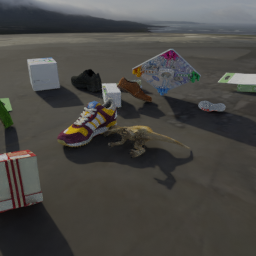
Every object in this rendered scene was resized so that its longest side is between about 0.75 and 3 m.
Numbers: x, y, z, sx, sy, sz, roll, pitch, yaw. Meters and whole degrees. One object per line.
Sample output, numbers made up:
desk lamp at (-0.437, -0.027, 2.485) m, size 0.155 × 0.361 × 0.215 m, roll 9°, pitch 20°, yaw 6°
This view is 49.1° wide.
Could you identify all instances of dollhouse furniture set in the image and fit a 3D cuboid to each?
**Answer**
dollhouse furniture set at (-4.824, -0.046, 7.933) m, size 2.709 × 1.046 × 1.354 m, roll -29°, pitch 39°, yaw -16°

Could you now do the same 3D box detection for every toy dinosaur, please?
toy dinosaur at (0.298, 0.185, 7.032) m, size 2.401 × 0.699 × 1.214 m, roll 11°, pitch 24°, yaw 24°

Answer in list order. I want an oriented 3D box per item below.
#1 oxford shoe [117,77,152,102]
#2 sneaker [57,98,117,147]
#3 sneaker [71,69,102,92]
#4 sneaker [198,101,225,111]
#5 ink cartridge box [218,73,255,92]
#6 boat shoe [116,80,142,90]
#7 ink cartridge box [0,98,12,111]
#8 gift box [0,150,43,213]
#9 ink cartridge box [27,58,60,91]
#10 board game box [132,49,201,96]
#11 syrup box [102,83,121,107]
oxford shoe at (0.330, -1.422, 10.523) m, size 1.466 × 0.522 × 0.523 m, roll 28°, pitch 14°, yaw -12°
sneaker at (-1.101, -0.218, 7.634) m, size 0.788 × 0.948 × 2.103 m, roll 15°, pitch 27°, yaw 31°
sneaker at (-1.835, -2.206, 12.475) m, size 1.974 × 0.896 × 0.749 m, roll 17°, pitch 30°, yaw 37°
sneaker at (2.927, -0.712, 9.770) m, size 0.918 × 0.354 × 0.376 m, roll 13°, pitch 0°, yaw 25°
ink cartridge box at (5.049, -2.044, 12.443) m, size 1.713 × 0.411 × 1.246 m, roll 9°, pitch 34°, yaw 36°
boat shoe at (-0.031, -1.948, 12.467) m, size 1.315 × 0.408 × 0.473 m, roll -2°, pitch 23°, yaw -5°
ink cartridge box at (-5.518, -0.926, 9.867) m, size 2.481 × 0.595 × 1.805 m, roll -12°, pitch 25°, yaw -23°
gift box at (-2.014, 0.953, 4.814) m, size 0.931 × 0.942 × 1.009 m, roll -8°, pitch 8°, yaw -23°
ink cartridge box at (-3.846, -2.471, 12.721) m, size 1.165 × 1.159 × 1.588 m, roll -10°, pitch 25°, yaw -20°
board game box at (1.427, -1.983, 10.469) m, size 1.881 × 0.243 × 1.881 m, roll -18°, pitch -36°, yaw 41°
syrup box at (-0.638, -1.256, 10.610) m, size 0.583 × 0.564 × 1.433 m, roll -4°, pitch 23°, yaw -10°
